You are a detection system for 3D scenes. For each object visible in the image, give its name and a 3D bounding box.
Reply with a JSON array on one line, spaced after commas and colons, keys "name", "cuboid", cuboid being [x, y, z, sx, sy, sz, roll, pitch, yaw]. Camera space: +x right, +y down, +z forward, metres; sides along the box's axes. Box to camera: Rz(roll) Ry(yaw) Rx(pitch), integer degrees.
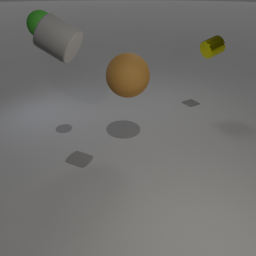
[{"name": "cylinder", "cuboid": [-1.342, -1.725, 5.420, 0.700, 0.700, 0.700, 31, 32, -1]}, {"name": "ball", "cuboid": [-2.307, -2.736, 7.382, 0.700, 0.700, 0.700, 0, 28, 0]}, {"name": "ball", "cuboid": [-0.007, -1.665, 8.888, 1.400, 1.400, 1.400, 0, 28, 0]}, {"name": "cylinder", "cuboid": [3.294, -3.157, 10.931, 0.700, 0.700, 0.700, -27, 35, -13]}]
